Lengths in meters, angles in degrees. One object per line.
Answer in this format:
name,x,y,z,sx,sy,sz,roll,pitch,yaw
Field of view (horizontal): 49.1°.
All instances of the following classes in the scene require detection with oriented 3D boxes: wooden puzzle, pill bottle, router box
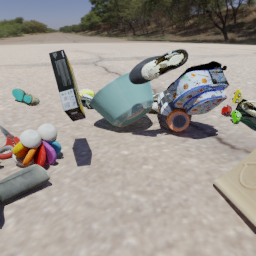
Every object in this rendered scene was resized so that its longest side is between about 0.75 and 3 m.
wooden puzzle,3.235,0.968,5.383,2.500,0.579,2.316,-37,22,2
pill bottle,1.619,-0.610,9.784,1.058,1.058,1.991,0,24,0
router box,-1.411,-0.956,6.647,0.369,1.415,1.112,-16,-10,-4

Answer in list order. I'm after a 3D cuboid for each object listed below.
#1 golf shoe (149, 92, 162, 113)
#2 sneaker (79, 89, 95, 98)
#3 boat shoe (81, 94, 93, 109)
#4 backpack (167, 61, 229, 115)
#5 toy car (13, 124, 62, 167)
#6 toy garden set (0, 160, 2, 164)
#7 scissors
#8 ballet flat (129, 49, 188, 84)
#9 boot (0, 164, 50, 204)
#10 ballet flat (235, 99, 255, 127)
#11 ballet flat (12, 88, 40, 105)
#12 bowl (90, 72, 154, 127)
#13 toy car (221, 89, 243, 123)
golf shoe,0.824,-1.054,11.314,2.242,0.872,1.059,-5,22,-11
sneaker,-2.207,-1.320,12.506,1.489,0.582,0.672,-12,25,-6
boat shoe,-1.577,-1.025,11.886,0.508,0.516,1.432,-39,39,-27
backpack,2.081,-1.098,8.560,1.583,1.662,1.280,-1,61,-24
toy car,-2.239,0.566,7.162,0.930,1.086,1.241,46,37,14
toy garden set,-3.722,0.782,6.555,1.567,0.375,1.880,30,7,-19
scissors,-3.531,0.335,8.710,1.025,0.195,2.803,-11,22,-19
ballet flat,0.877,-1.720,7.729,1.807,0.660,0.660,-24,24,-4
boot,-2.323,1.310,5.735,1.580,0.573,1.436,-11,24,-42
ballet flat,4.582,-0.440,9.700,0.853,0.859,2.510,-5,22,-18
ballet flat,-4.597,-1.374,12.747,1.675,0.568,0.631,22,7,35
bowl,-0.028,-0.847,9.573,2.264,1.184,2.264,-29,-9,-5
toy car,3.993,-0.642,10.464,0.288,1.292,1.215,12,48,-10
